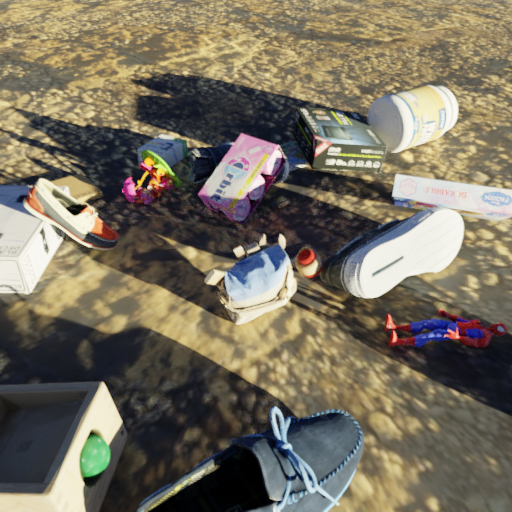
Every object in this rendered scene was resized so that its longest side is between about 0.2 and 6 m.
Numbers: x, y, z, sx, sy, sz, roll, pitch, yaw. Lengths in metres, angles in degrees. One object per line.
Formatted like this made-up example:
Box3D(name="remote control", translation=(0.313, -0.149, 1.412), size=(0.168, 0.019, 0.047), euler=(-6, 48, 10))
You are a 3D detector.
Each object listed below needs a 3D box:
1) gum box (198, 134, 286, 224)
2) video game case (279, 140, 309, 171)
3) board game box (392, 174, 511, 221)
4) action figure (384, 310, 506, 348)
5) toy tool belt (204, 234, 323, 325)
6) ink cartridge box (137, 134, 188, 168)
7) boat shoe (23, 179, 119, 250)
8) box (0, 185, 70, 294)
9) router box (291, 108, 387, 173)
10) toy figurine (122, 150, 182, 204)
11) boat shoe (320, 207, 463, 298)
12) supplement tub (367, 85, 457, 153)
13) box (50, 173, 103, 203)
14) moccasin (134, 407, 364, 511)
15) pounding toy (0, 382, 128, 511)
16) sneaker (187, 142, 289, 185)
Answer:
Box3D(name="gum box", translation=(-0.313, -1.611, 11.879), size=(1.030, 0.600, 1.815), euler=(25, 74, 31))
Box3D(name="video game case", translation=(1.002, -2.600, 14.335), size=(1.302, 0.144, 1.185), euler=(-23, 41, -29))
Box3D(name="board game box", translation=(3.820, -1.110, 10.991), size=(2.192, 0.452, 2.197), euler=(10, 4, 15))
Box3D(name="action figure", translation=(2.988, 1.153, 8.743), size=(1.837, 0.475, 0.601), euler=(2, 32, -2))
Box3D(name="toy tool belt", translation=(0.149, 0.234, 8.994), size=(1.812, 1.113, 1.131), euler=(-31, 42, -1))
Box3D(name="ink cartridge box", translation=(-2.332, -2.580, 14.020), size=(0.793, 0.477, 1.091), euler=(17, 40, 22))
Box3D(name="boat shoe", translation=(-3.365, -0.751, 10.507), size=(1.892, 0.592, 0.673), euler=(32, 25, -25))
Box3D(name="box", translation=(-4.599, -0.388, 10.608), size=(1.516, 0.781, 2.599), euler=(2, 35, 3))
Box3D(name="router box", translation=(2.027, -2.959, 14.141), size=(1.779, 0.737, 2.374), euler=(2, 34, -13))
Box3D(name="toy figurine", translation=(-2.411, -1.562, 12.387), size=(1.166, 0.875, 1.073), euler=(40, 70, -7))
Box3D(name="boat shoe", translation=(2.453, -0.199, 9.983), size=(3.259, 1.175, 1.156), euler=(-17, 20, -37))
Box3D(name="supplement tub", translation=(4.095, -3.623, 14.637), size=(2.023, 1.463, 1.463), euler=(-22, 40, -27))
Box3D(name="box", translation=(-4.389, -1.406, 12.615), size=(1.479, 0.157, 1.209), euler=(-24, 41, -29))
Box3D(name="moccasin", translation=(0.058, 2.545, 6.174), size=(3.077, 1.049, 1.238), euler=(-25, 42, -31))
Box3D(name="pounding toy", translation=(-2.270, 2.527, 6.242), size=(1.910, 1.358, 1.758), euler=(-5, 33, 12))
Box3D(name="sneaker", translation=(-0.528, -2.001, 12.703), size=(2.297, 0.873, 1.660), euler=(19, 28, 40))
